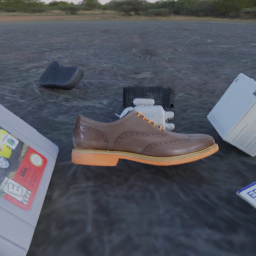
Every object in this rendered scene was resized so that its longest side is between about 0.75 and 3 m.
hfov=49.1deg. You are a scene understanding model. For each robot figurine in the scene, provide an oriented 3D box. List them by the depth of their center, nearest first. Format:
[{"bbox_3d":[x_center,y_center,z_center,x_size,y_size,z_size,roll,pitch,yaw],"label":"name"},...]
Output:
[{"bbox_3d":[0.368,-0.126,6.252,1.287,1.091,0.727,-3,-8,0],"label":"robot figurine"}]

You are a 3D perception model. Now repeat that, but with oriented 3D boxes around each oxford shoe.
[{"bbox_3d":[0.336,0.153,5.122,2.707,0.987,0.965,-1,0,-7],"label":"oxford shoe"}]

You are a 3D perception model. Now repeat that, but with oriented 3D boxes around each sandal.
[{"bbox_3d":[-2.429,-1.740,10.069,1.108,0.624,2.914,-54,38,-7],"label":"sandal"}]

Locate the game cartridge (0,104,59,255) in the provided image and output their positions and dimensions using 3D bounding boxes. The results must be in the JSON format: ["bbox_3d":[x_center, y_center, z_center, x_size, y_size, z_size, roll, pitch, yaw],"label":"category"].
[{"bbox_3d":[-2.045,0.505,4.015,1.902,0.584,2.858,36,17,-19],"label":"game cartridge"}]

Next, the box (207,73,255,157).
[{"bbox_3d":[2.581,-0.323,6.091,0.847,1.295,1.289,29,21,-13],"label":"box"}]

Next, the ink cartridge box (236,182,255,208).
[{"bbox_3d":[3.290,1.306,3.380,2.725,0.601,2.775,-16,31,-23],"label":"ink cartridge box"}]

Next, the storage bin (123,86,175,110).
[{"bbox_3d":[0.550,-0.776,7.344,1.250,0.586,0.845,2,3,20],"label":"storage bin"}]
